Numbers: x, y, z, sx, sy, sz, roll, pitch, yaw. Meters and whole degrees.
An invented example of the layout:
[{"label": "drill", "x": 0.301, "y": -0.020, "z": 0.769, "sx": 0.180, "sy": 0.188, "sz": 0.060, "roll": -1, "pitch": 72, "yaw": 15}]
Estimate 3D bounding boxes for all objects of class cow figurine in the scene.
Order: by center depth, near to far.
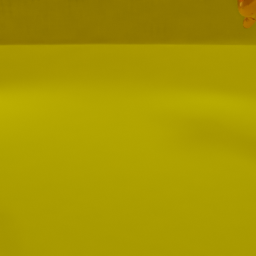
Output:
[{"label": "cow figurine", "x": 1.867, "y": -2.640, "z": 5.048, "sx": 1.675, "sy": 0.934, "sz": 1.702, "roll": 21, "pitch": 33, "yaw": -26}]
